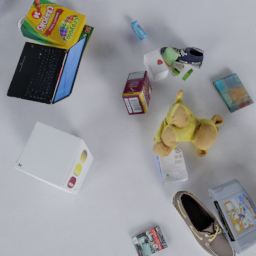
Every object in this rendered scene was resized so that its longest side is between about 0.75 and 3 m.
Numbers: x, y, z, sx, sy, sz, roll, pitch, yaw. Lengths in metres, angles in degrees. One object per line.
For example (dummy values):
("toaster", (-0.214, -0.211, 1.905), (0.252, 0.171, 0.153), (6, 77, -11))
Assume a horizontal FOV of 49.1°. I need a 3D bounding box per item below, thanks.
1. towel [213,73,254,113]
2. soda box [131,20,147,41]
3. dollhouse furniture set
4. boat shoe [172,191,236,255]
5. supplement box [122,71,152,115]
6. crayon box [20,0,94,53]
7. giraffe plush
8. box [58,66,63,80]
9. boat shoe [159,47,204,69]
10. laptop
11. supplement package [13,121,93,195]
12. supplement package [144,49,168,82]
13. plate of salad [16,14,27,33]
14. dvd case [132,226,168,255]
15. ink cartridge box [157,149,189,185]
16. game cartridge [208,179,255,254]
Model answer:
("towel", (4.351, -1.471, 11.554), (1.110, 0.164, 1.513), (-24, 75, -6))
("soda box", (0.472, -4.304, 12.360), (0.293, 0.277, 0.863), (-30, 76, -9))
("dollhouse furniture set", (1.925, -2.593, 11.468), (1.491, 0.745, 0.575), (42, 43, 5))
("boat shoe", (2.654, 3.393, 9.689), (1.044, 0.865, 2.905), (-36, 76, -10))
("supplement box", (0.371, -1.356, 10.715), (0.768, 0.974, 1.487), (-4, 43, 20))
("crayon box", (-2.944, -4.295, 11.967), (2.674, 0.679, 1.697), (20, 74, -4))
("giraffe plush", (2.337, 0.114, 10.350), (2.119, 2.255, 2.614), (26, 39, -3))
("box", (-3.271, -2.145, 11.490), (0.636, 0.690, 1.344), (35, 75, 9))
("boat shoe", (2.248, -3.132, 11.675), (1.931, 0.895, 0.721), (16, 74, 4))
("laptop", (-3.047, -2.297, 10.432), (2.804, 1.448, 2.485), (12, 72, 2))
("supplement package", (-2.299, 1.136, 9.358), (1.540, 2.813, 1.600), (21, 74, 6))
("supplement package", (1.153, -2.583, 11.645), (0.642, 0.634, 1.059), (-23, 74, -7))
("plate of salad", (-4.281, -4.567, 12.431), (1.281, 0.308, 1.281), (2, 63, -4))
("dvd case", (0.761, 4.040, 9.888), (1.078, 0.119, 0.787), (-22, 74, -8))
("ink cartridge box", (1.634, 1.341, 10.494), (0.947, 0.530, 1.388), (-9, 74, -3))
("game cartridge", (3.849, 2.987, 9.794), (1.502, 0.468, 2.256), (-14, 72, -25))
